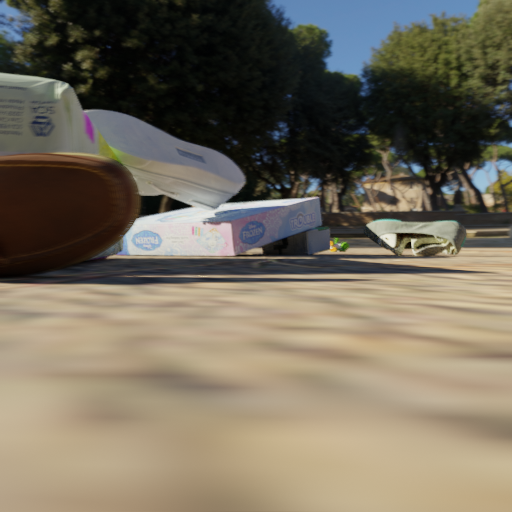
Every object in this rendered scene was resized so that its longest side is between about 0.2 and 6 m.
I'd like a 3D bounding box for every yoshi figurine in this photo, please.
[{"bbox_3d":[2.340,-0.267,15.677,0.402,0.404,0.718,21,12,39],"label":"yoshi figurine"}]

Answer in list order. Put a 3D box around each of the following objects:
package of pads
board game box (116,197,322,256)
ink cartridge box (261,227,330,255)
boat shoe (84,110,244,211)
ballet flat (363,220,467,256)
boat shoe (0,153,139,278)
[{"bbox_3d":[-3.165,-0.645,5.589,3.313,1.462,4.288,1,0,-8],"label":"package of pads"},{"bbox_3d":[-0.695,-0.547,10.210,2.804,0.611,2.818,-1,11,36],"label":"board game box"},{"bbox_3d":[0.769,-0.294,11.036,1.131,0.470,0.829,1,9,40],"label":"ink cartridge box"},{"bbox_3d":[-1.563,-1.367,8.778,2.946,1.061,1.009,8,-47,-44],"label":"boat shoe"},{"bbox_3d":[2.613,-0.279,9.574,1.856,0.591,0.625,1,-35,38],"label":"ballet flat"},{"bbox_3d":[-1.540,-0.165,2.856,1.840,0.662,0.621,-6,6,1],"label":"boat shoe"}]
